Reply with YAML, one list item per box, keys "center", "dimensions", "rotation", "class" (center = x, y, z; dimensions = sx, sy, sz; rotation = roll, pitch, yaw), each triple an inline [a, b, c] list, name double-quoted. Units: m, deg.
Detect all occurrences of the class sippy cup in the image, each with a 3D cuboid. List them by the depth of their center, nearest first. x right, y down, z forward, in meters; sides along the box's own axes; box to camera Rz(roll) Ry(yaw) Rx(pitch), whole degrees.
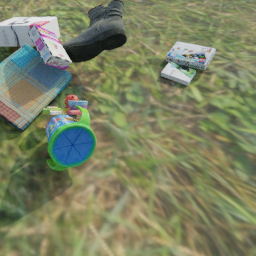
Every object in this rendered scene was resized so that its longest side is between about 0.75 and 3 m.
- center: [-1.484, 0.221, 6.812]
  dimensions: [1.467, 1.152, 1.075]
  rotation: [-33, 36, -13]
  class: "sippy cup"

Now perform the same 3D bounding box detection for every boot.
- center: [-1.216, -3.257, 9.452]
  dimensions: [2.510, 0.850, 1.640]
  rotation: [-14, 63, 14]
  class: "boot"

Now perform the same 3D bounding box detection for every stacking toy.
- center: [-1.707, -0.650, 7.625]
  dimensions: [1.099, 0.513, 1.214]
  rotation: [-3, 7, -29]
  class: "stacking toy"

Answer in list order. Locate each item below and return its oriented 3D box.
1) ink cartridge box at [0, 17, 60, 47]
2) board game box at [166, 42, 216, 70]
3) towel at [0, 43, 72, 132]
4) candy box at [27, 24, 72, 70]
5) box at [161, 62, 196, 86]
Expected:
- center: [-3.673, -3.554, 10.308]
  dimensions: [1.860, 0.784, 1.346]
  rotation: [4, 33, 13]
  class: "ink cartridge box"
- center: [2.197, -2.572, 9.878]
  dimensions: [1.478, 0.256, 0.933]
  rotation: [21, 60, 28]
  class: "board game box"
- center: [-3.088, -1.319, 8.372]
  dimensions: [1.884, 0.279, 2.570]
  rotation: [35, 54, -4]
  class: "towel"
- center: [-2.401, -2.468, 8.617]
  dimensions: [0.398, 0.889, 1.304]
  rotation: [-40, 71, 22]
  class: "candy box"
- center: [1.706, -1.853, 9.467]
  dimensions: [0.995, 0.181, 0.718]
  rotation: [24, 53, 16]
  class: "box"
